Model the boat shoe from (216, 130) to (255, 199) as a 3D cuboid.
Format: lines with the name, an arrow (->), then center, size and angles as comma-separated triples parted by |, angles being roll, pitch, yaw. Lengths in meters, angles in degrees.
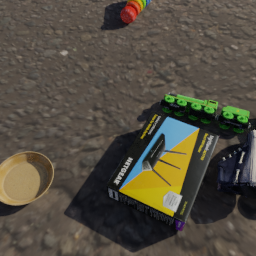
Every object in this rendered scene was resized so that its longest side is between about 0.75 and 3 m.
boat shoe -> 3.099, 0.870, 7.827 | 1.084, 0.873, 2.338 | 3, 38, 24

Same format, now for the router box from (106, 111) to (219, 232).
router box -> 1.027, 1.021, 7.723 | 2.128, 0.729, 2.853 | 21, 54, 16

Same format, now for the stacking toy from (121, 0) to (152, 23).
stacking toy -> 0.422, -5.859, 13.209 | 1.128, 1.128, 2.643 | 19, 61, 14

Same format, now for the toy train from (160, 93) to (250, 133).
toy train -> 2.495, -0.593, 9.160 | 2.916, 0.608, 0.822 | 17, 43, 14

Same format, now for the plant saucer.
plant saucer -> -2.843, 1.405, 7.704 | 1.636, 0.290, 1.636 | 0, 51, 0
